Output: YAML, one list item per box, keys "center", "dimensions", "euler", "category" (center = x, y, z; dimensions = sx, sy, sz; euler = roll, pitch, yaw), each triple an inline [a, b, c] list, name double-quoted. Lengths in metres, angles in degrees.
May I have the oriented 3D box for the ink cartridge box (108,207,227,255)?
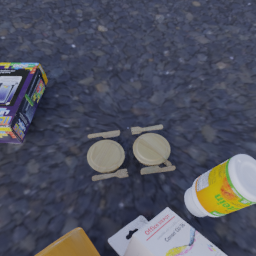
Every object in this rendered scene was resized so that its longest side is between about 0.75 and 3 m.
- center: [0.775, 2.276, 5.057]
  dimensions: [2.074, 0.700, 1.208]
  euler: [34, 30, 28]
  category: "ink cartridge box"

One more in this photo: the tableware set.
- center: [0.025, 0.648, 6.806]
  dimensions: [2.001, 0.401, 1.323]
  euler: [-7, 54, -5]
  category: "tableware set"

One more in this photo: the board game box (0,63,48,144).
- center: [-3.702, -0.720, 7.275]
  dimensions: [2.632, 0.746, 2.175]
  euler: [3, 56, 10]
  category: "board game box"

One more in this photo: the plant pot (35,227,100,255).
- center: [-1.050, 3.338, 3.607]
  dimensions: [2.947, 2.947, 2.698]
  euler: [-34, 77, -22]
  category: "plant pot"

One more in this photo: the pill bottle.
- center: [1.815, 1.213, 5.444]
  dimensions: [0.873, 1.571, 0.873]
  euler: [15, 54, -21]
  category: "pill bottle"
